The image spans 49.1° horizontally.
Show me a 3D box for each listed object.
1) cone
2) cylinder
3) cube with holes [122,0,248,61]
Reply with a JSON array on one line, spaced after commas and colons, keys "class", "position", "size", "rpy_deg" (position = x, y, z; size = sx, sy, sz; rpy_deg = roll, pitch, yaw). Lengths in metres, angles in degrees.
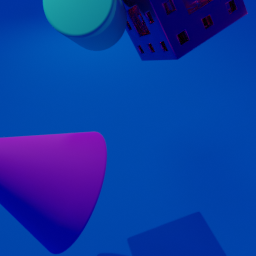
[{"class": "cone", "position": [-1.076, 0.380, 2.638], "size": [1.277, 1.272, 1.272], "rpy_deg": [26, 34, -26]}, {"class": "cylinder", "position": [-0.508, -1.515, 3.627], "size": [0.871, 0.871, 0.871], "rpy_deg": [8, 6, 9]}, {"class": "cube with holes", "position": [0.636, -1.819, 4.015], "size": [1.217, 1.217, 1.217], "rpy_deg": [-34, 21, -9]}]
